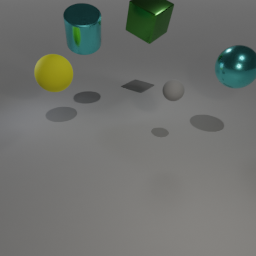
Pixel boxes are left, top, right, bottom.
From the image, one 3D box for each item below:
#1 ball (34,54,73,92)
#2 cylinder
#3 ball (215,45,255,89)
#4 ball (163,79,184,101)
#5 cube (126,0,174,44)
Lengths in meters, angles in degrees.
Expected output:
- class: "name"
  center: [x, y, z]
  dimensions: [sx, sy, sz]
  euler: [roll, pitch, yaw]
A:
- class: "ball"
  center: [-2.762, -2.043, 10.473]
  dimensions: [1.400, 1.400, 1.400]
  euler: [0, 29, 0]
- class: "cylinder"
  center: [-1.747, -3.847, 10.949]
  dimensions: [1.400, 1.400, 1.400]
  euler: [3, 58, -4]
- class: "ball"
  center: [3.582, -2.001, 9.213]
  dimensions: [1.400, 1.400, 1.400]
  euler: [0, 29, 0]
- class: "ball"
  center: [1.472, -1.217, 9.063]
  dimensions: [0.700, 0.700, 0.700]
  euler: [0, 29, 0]
- class: "cube"
  center: [0.920, -4.806, 12.170]
  dimensions: [1.400, 1.400, 1.400]
  euler: [36, 56, 17]
